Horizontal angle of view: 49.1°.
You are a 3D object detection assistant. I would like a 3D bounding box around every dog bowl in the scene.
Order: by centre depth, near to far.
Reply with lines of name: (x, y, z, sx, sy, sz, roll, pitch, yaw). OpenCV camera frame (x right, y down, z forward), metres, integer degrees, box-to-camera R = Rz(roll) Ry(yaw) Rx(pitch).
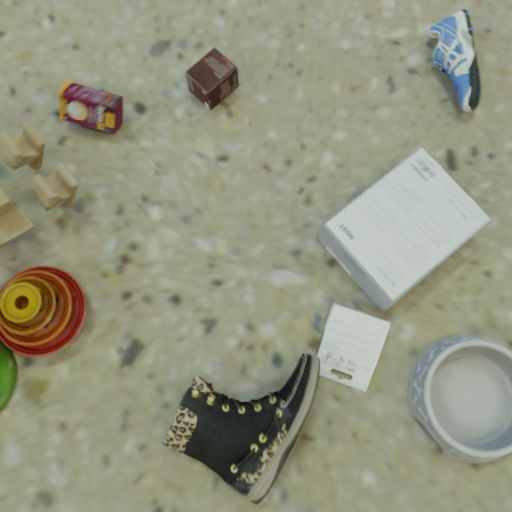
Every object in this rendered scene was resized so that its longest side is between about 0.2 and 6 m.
dog bowl: (3.250, 2.106, 8.314, 1.894, 0.555, 1.894, 0, 75, -1)

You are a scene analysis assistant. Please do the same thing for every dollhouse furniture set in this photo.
dollhouse furniture set: (-4.505, -1.127, 8.599, 2.297, 1.627, 2.501, -37, 87, -33)

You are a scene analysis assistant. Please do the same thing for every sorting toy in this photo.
sorting toy: (-3.984, 1.160, 8.218, 2.939, 1.207, 1.766, -43, 79, -10)

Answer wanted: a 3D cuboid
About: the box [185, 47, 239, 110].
box: (-0.748, -3.048, 9.660, 0.715, 0.593, 0.587, -43, 79, -10)

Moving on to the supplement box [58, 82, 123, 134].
supplement box: (-2.772, -2.486, 9.425, 0.970, 0.535, 0.415, 16, 44, 0)

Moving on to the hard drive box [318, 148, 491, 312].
hard drive box: (2.298, -0.412, 8.847, 2.070, 0.795, 1.613, -37, 78, -10)

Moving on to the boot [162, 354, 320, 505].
boot: (-0.184, 2.187, 8.082, 1.684, 0.818, 2.237, 26, 88, 3)

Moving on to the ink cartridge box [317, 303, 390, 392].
ink cartridge box: (1.465, 1.409, 8.694, 0.923, 0.285, 1.138, 19, 95, 5)

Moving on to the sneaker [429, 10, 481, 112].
sneaker: (3.499, -3.337, 9.792, 0.702, 0.690, 1.822, -10, 75, 22)
